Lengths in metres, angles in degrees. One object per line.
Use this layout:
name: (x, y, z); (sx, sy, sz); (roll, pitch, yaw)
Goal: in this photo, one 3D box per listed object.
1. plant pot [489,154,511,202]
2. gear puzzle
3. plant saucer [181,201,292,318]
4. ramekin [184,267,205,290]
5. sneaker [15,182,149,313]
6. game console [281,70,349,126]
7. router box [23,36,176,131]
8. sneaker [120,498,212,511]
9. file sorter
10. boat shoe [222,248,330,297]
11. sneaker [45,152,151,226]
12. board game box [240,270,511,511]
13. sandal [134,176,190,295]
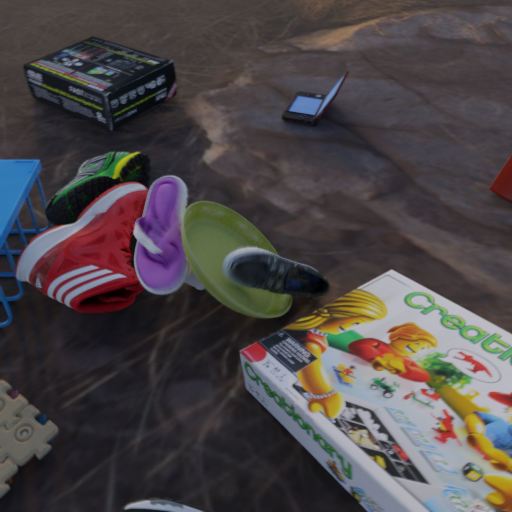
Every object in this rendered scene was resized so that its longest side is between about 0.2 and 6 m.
plant pot: (5.808, -1.634, 10.895); (1.514, 1.513, 1.334); (-26, 61, -27)
gear puzzle: (-3.714, 2.785, 6.701); (1.373, 0.347, 2.651); (28, 51, 25)
plant saucer: (-0.345, 0.107, 8.831); (2.243, 0.349, 2.243); (34, 31, -24)
ramekin: (-0.966, 0.127, 9.227); (0.382, 0.820, 0.820); (19, 34, -27)
sneaker: (-2.366, -0.022, 9.560); (1.746, 1.184, 3.022); (36, 46, 8)
game console: (1.456, -3.980, 13.858); (1.337, 0.921, 1.552); (13, 43, 14)
router box: (-3.976, -4.520, 14.411); (3.147, 0.978, 2.358); (26, 47, 27)
sneaker: (-0.576, 3.227, 5.852); (2.100, 0.795, 0.919); (9, 48, 10)
file sorter: (-4.581, -0.236, 9.130); (1.782, 1.576, 2.569); (-1, 41, -1)
boat shoe: (0.358, 0.288, 8.740); (1.825, 0.626, 0.517); (11, 6, -30)
sneaker: (-3.165, -1.278, 10.916); (1.102, 1.009, 2.586); (10, 33, 22)
board game box: (2.257, 1.912, 6.655); (2.897, 0.794, 4.590); (-25, 36, -26)
sandal: (-1.568, -0.427, 8.891); (0.929, 0.561, 2.282); (-14, 54, 11)
